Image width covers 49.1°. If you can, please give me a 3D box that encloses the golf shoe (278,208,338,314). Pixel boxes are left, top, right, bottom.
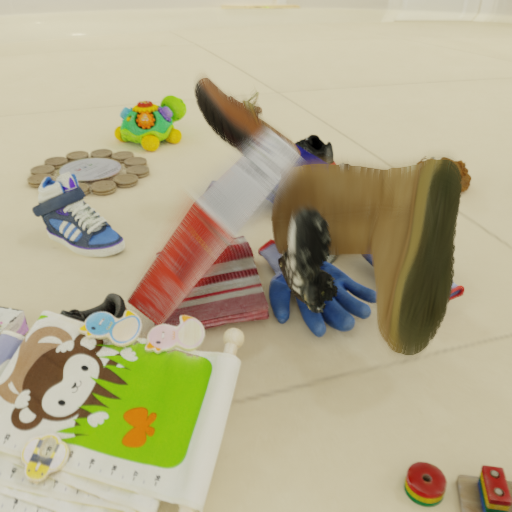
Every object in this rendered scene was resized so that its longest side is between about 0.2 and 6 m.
[{"bbox_3d":[0.626,0.029,8.280,0.739,1.900,0.898,-36,46,-27],"label":"golf shoe"}]

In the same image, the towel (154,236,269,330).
[{"bbox_3d":[-0.853,0.465,9.689,1.820,0.287,2.527,-10,30,-4],"label":"towel"}]

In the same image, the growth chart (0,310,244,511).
[{"bbox_3d":[-2.178,1.813,6.575,3.926,0.348,2.841,2,54,3],"label":"growth chart"}]

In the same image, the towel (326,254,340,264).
[{"bbox_3d":[1.106,-0.208,10.966,1.129,0.202,1.172,15,36,24],"label":"towel"}]

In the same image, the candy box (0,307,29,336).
[{"bbox_3d":[-4.244,1.166,8.437,1.171,0.419,0.982,8,31,14],"label":"candy box"}]

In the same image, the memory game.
[{"bbox_3d":[-4.246,-2.161,14.362,3.054,0.195,3.054,0,30,0],"label":"memory game"}]

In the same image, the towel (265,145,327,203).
[{"bbox_3d":[0.819,-1.823,13.108,1.785,0.599,2.417,35,36,14],"label":"towel"}]

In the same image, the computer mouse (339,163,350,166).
[{"bbox_3d":[1.203,-0.851,10.017,1.609,1.114,0.424,-28,-2,16],"label":"computer mouse"}]

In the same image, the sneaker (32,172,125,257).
[{"bbox_3d":[-3.472,-0.873,10.908,1.970,1.442,0.794,17,34,27],"label":"sneaker"}]

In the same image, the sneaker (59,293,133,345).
[{"bbox_3d":[-2.802,1.244,7.698,0.966,1.026,2.506,21,36,32],"label":"sneaker"}]

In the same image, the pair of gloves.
[{"bbox_3d":[1.787,0.157,9.709,3.519,0.401,2.829,-17,36,-10],"label":"pair of gloves"}]

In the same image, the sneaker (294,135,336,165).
[{"bbox_3d":[1.223,-2.755,14.638,1.955,0.955,0.691,20,38,33],"label":"sneaker"}]

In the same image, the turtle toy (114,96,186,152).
[{"bbox_3d":[-3.012,-3.983,16.476,1.718,1.191,2.357,23,37,34],"label":"turtle toy"}]

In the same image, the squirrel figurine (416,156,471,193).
[{"bbox_3d":[4.507,-1.967,13.584,1.289,0.912,1.203,7,17,-16],"label":"squirrel figurine"}]

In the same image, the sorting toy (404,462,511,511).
[{"bbox_3d":[2.883,2.765,5.689,2.606,0.441,1.256,5,31,9],"label":"sorting toy"}]

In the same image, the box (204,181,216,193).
[{"bbox_3d":[-0.683,-1.300,12.565,0.839,0.522,0.846,4,30,8],"label":"box"}]

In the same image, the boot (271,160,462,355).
[{"bbox_3d":[1.401,-0.116,8.396,1.029,2.725,3.111,21,-10,-36],"label":"boot"}]

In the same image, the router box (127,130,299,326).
[{"bbox_3d":[-0.626,-0.468,8.714,0.653,2.400,2.675,39,39,-3],"label":"router box"}]

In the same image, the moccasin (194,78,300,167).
[{"bbox_3d":[-0.190,-2.798,11.743,2.623,0.959,1.013,39,70,6],"label":"moccasin"}]
